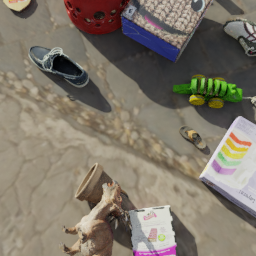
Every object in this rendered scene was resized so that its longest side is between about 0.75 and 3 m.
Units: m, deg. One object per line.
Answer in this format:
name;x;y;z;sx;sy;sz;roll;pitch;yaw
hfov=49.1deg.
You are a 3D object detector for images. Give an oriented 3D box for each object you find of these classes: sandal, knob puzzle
sandal;1.964;0.268;8.396;0.394;0.263;0.963;-41;78;-11
knob puzzle;-3.859;-4.500;9.859;1.114;0.154;1.114;0;73;0

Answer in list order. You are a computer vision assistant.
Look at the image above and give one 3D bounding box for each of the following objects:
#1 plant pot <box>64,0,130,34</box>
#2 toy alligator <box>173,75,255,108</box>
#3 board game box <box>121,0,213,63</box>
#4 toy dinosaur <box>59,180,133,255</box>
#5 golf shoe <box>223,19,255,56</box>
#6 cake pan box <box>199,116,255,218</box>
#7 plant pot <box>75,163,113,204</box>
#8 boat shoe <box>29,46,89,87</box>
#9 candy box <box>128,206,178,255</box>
plant pot;-0.997;-4.502;8.890;2.279;2.076;2.279;0;75;-1
toy alligator;2.871;-1.119;8.525;2.931;0.795;0.869;9;74;3
board game box;1.329;-3.796;8.753;2.084;1.266;2.614;30;86;3
toy dinosaur;-0.701;2.746;7.024;1.705;1.080;2.515;-4;112;-36
golf shoe;3.971;-2.876;9.097;1.957;0.756;0.862;25;83;8
cake pan box;3.598;1.193;7.952;2.386;0.624;2.198;35;79;10
plant pot;-0.757;1.650;7.675;0.958;1.099;1.099;33;76;-9
boat shoe;-2.250;-2.047;8.855;2.221;0.687;0.831;35;77;10
candy box;0.681;2.995;7.434;1.158;0.518;1.699;-7;74;2
